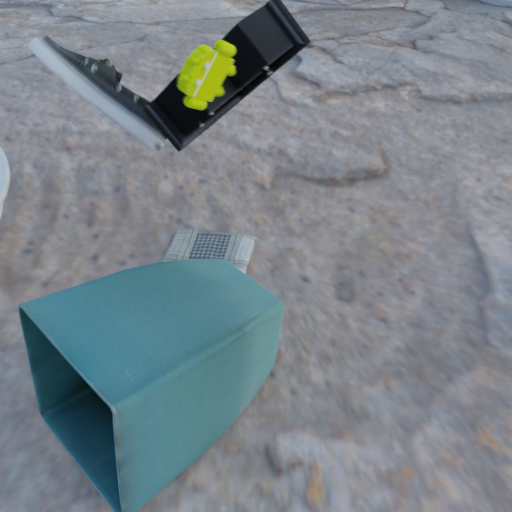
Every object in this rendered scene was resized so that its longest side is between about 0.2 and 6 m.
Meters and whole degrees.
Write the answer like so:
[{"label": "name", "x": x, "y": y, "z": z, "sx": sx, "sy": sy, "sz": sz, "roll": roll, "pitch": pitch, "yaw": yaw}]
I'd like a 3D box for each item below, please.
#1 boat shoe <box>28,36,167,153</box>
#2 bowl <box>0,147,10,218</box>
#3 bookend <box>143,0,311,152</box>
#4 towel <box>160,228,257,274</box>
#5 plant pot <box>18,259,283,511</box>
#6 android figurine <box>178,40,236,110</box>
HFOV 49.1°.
[{"label": "boat shoe", "x": -2.691, "y": -3.026, "z": 10.058, "sx": 2.840, "sy": 0.804, "sz": 0.975, "roll": 38, "pitch": 0, "yaw": -11}, {"label": "bowl", "x": -5.882, "y": -0.670, "z": 9.324, "sx": 3.640, "sy": 1.636, "sz": 3.640, "roll": 4, "pitch": 51, "yaw": -5}, {"label": "bookend", "x": -0.455, "y": -2.795, "z": 8.654, "sx": 1.924, "sy": 0.886, "sz": 1.911, "roll": -25, "pitch": 19, "yaw": 49}, {"label": "towel", "x": -0.897, "y": 0.069, "z": 9.771, "sx": 1.571, "sy": 0.282, "sz": 1.631, "roll": 8, "pitch": 42, "yaw": 9}, {"label": "plant pot", "x": -1.081, "y": 1.291, "z": 7.115, "sx": 2.813, "sy": 1.987, "sz": 1.988, "roll": -26, "pitch": 46, "yaw": -37}, {"label": "android figurine", "x": -0.457, "y": -1.691, "z": 5.228, "sx": 0.154, "sy": 0.684, "sz": 0.751, "roll": 39, "pitch": 19, "yaw": 15}]
